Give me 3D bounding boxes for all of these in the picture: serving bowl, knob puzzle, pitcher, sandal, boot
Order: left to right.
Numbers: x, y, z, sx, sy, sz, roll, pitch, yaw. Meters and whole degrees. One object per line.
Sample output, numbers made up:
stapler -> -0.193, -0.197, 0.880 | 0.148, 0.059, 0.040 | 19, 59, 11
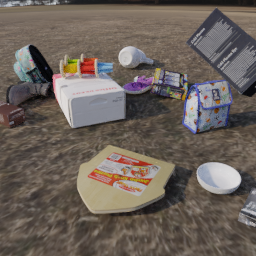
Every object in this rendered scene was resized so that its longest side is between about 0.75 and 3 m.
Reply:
boot -> -4.232, -1.549, 12.234 | 1.534, 0.813, 2.330 | 3, 32, 0
knob puzzle -> -0.213, 1.422, 7.209 | 2.685, 0.372, 2.685 | 0, 29, 0
pitcher -> 0.496, -4.148, 16.702 | 1.742, 1.231, 2.031 | 23, 24, 18
sandal -> 0.731, -2.270, 13.622 | 1.084, 0.655, 2.665 | 24, 34, 36
serving bowl -> 2.346, 1.366, 7.323 | 1.103, 0.363, 1.103 | 0, 28, 0

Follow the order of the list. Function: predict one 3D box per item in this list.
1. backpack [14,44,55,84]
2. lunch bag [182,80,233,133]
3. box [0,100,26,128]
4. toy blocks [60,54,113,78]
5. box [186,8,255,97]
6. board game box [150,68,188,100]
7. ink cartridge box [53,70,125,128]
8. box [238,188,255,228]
backpack -> -4.671, -3.018, 13.719 | 1.471, 1.954, 1.735 | -20, 29, 5
lunch bag -> 2.821, -0.808, 9.892 | 1.450, 1.706, 1.056 | -11, 30, -21
box -> -4.680, -0.552, 10.655 | 1.479, 0.554, 0.740 | 19, 34, 27
toy blocks -> -1.620, -2.583, 11.558 | 2.029, 0.737, 1.691 | -1, 27, 0
box -> 3.551, -2.354, 9.281 | 2.405, 1.375, 2.641 | 49, 24, 17
board game box -> 1.953, -2.081, 13.103 | 1.586, 0.544, 1.918 | 12, 33, 5
ink cartridge box -> -1.636, -1.308, 11.275 | 2.193, 1.239, 2.993 | -11, 31, -20
box -> 3.133, 1.900, 6.439 | 0.848, 0.268, 1.075 | 19, 34, 32
